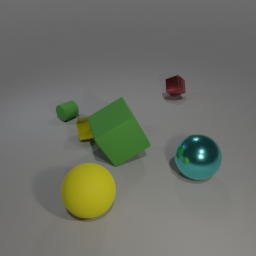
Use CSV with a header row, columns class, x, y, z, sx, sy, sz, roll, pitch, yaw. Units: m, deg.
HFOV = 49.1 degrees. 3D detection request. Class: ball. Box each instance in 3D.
class,x,y,z,sx,sy,sz,roll,pitch,yaw
ball,2.140,0.885,8.565,1.400,1.400,1.400,0,31,0
ball,-1.021,1.616,7.287,1.400,1.400,1.400,0,31,0

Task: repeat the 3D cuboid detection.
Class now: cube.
class,x,y,z,sx,sy,sz,roll,pitch,yaw
cube,-0.312,0.117,9.328,1.400,1.400,1.400,-31,37,3
cube,-1.516,-0.027,10.555,0.700,0.700,0.700,-9,19,0
cube,2.267,-1.998,13.347,0.700,0.700,0.700,-14,-22,36

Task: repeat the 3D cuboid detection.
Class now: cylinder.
class,x,y,z,sx,sy,sz,roll,pitch,yaw
cylinder,-2.576,-0.740,11.904,0.700,0.700,0.700,25,38,35
